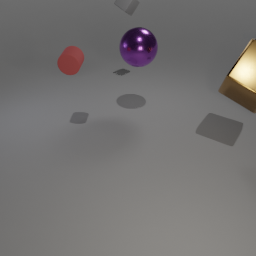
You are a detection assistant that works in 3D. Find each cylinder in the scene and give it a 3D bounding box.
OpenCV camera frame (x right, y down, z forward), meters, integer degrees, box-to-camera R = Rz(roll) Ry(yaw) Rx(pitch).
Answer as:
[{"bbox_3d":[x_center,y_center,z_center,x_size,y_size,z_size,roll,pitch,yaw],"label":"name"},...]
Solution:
[{"bbox_3d":[-1.785,-2.123,8.798,0.700,0.700,0.700,2,37,4],"label":"cylinder"}]

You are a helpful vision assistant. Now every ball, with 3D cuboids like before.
[{"bbox_3d":[0.384,-2.925,10.183,1.400,1.400,1.400,0,31,0],"label":"ball"}]

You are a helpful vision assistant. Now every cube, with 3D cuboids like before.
[{"bbox_3d":[3.800,-1.498,8.427,1.400,1.400,1.400,35,86,12],"label":"cube"},{"bbox_3d":[-0.042,-5.537,12.401,0.700,0.700,0.700,42,20,16],"label":"cube"}]
